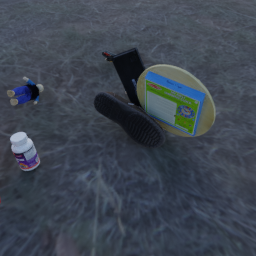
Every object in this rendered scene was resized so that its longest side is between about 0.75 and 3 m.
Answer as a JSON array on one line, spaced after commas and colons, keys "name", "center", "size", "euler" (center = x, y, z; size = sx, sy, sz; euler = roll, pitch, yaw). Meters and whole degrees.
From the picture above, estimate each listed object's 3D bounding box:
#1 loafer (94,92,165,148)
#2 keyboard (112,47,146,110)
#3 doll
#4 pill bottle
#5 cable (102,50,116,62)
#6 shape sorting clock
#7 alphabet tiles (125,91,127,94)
[{"name": "loafer", "center": [0.144, -0.351, 7.865], "size": [2.280, 0.833, 0.809], "euler": [39, 31, 5]}, {"name": "keyboard", "center": [0.444, -1.265, 8.081], "size": [1.252, 2.085, 0.267], "euler": [-9, 27, 37]}, {"name": "doll", "center": [-3.235, -1.185, 9.076], "size": [0.335, 0.944, 1.383], "euler": [-9, 15, 28]}, {"name": "pill bottle", "center": [-2.598, 0.580, 7.032], "size": [0.515, 0.925, 0.515], "euler": [-6, 36, 4]}, {"name": "cable", "center": [-0.476, -2.829, 10.885], "size": [1.379, 0.670, 0.347], "euler": [7, 61, 39]}, {"name": "shape sorting clock", "center": [1.205, -0.664, 7.326], "size": [2.257, 2.257, 0.443], "euler": [25, 59, 26]}, {"name": "alphabet tiles", "center": [0.897, -1.269, 9.494], "size": [1.856, 0.135, 1.815], "euler": [11, 37, 8]}]
